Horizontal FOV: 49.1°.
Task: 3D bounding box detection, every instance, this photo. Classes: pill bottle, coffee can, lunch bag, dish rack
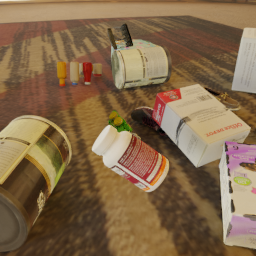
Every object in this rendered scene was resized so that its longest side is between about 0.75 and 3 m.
[{"bbox_3d":[0.033,0.454,4.351,1.116,0.630,0.630,36,28,-14],"label":"pill bottle"},{"bbox_3d":[-2.101,0.891,5.164,1.523,1.523,2.081,4,31,8],"label":"coffee can"},{"bbox_3d":[0.464,-3.516,13.250,2.156,1.036,2.688,-11,32,-18],"label":"lunch bag"},{"bbox_3d":[0.494,-2.359,10.836,1.979,1.448,1.448,-10,32,-17],"label":"coffee can"},{"bbox_3d":[-0.304,-3.323,10.244,0.316,0.888,1.158,-13,13,34],"label":"dish rack"}]

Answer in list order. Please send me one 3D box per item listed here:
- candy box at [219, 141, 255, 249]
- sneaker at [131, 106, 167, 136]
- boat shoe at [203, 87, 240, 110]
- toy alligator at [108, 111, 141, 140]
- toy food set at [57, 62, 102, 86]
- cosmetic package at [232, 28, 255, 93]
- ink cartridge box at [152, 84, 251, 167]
[{"bbox_3d":[2.778,1.243,5.309,1.856,0.791,2.212,7,31,11],"label":"candy box"},{"bbox_3d":[0.731,-0.179,8.041,1.429,0.541,0.826,7,34,10],"label":"sneaker"},{"bbox_3d":[3.134,-1.011,9.543,0.524,0.434,1.458,-25,39,-36],"label":"boat shoe"},{"bbox_3d":[-0.200,0.017,7.819,0.455,0.498,1.678,-46,39,4],"label":"toy alligator"},{"bbox_3d":[-1.823,-2.169,11.423,0.985,0.929,2.064,7,10,38],"label":"toy food set"},{"bbox_3d":[5.386,-2.483,10.488,2.440,2.013,2.012,11,32,18],"label":"cosmetic package"},{"bbox_3d":[1.813,-0.145,7.240,1.474,0.855,2.043,-16,46,-25],"label":"ink cartridge box"}]
